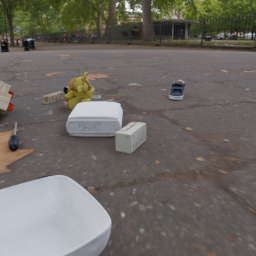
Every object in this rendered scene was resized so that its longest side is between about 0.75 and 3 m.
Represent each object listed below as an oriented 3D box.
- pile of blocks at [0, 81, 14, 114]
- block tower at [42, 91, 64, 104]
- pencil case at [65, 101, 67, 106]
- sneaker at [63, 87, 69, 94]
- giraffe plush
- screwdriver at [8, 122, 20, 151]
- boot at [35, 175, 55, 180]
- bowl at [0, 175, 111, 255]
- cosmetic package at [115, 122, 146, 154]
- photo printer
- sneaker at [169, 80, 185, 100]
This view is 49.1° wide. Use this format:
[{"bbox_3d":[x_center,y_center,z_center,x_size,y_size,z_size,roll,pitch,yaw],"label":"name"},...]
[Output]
[{"bbox_3d":[-5.265,-0.940,11.664,0.902,1.192,2.904,23,19,-24],"label":"pile of blocks"},{"bbox_3d":[-3.694,-1.517,13.889,0.361,0.387,1.337,8,22,22],"label":"block tower"},{"bbox_3d":[-2.510,-1.187,12.960,0.877,0.375,0.368,-14,24,-36],"label":"pencil case"},{"bbox_3d":[-2.820,-1.973,15.108,1.289,0.431,0.691,16,24,30],"label":"sneaker"},{"bbox_3d":[-2.052,-1.636,12.075,1.597,1.295,1.378,-15,59,-5],"label":"giraffe plush"},{"bbox_3d":[-3.700,0.230,9.177,0.326,0.340,2.340,-6,17,-18],"label":"screwdriver"},{"bbox_3d":[-1.885,1.437,5.653,1.201,0.419,0.791,-21,30,-23],"label":"boot"},{"bbox_3d":[-1.473,1.657,4.367,2.060,0.770,2.063,-14,23,-34],"label":"bowl"},{"bbox_3d":[0.105,0.264,8.540,0.514,0.609,1.179,7,19,24],"label":"cosmetic package"},{"bbox_3d":[-1.112,-0.407,10.156,1.830,0.764,2.200,0,20,1],"label":"photo printer"},{"bbox_3d":[2.599,-2.044,14.800,0.776,0.785,1.978,6,22,12],"label":"sneaker"}]
